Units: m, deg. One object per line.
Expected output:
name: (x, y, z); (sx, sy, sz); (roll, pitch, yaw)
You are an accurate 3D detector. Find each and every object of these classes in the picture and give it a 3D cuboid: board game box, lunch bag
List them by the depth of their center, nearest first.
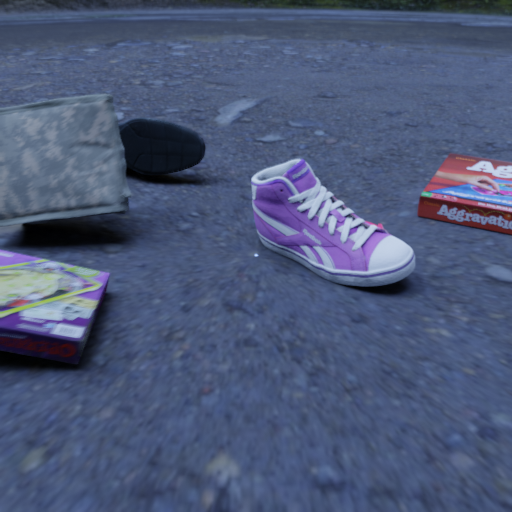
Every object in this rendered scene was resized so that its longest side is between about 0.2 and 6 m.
board game box: (-3.514, 0.439, 7.064); (2.969, 0.480, 1.782); (13, 28, -8)
lunch bag: (-3.273, -1.561, 9.383); (2.367, 1.941, 1.392); (-5, 7, 10)
board game box: (5.891, -0.900, 10.259); (5.196, 0.505, 2.675); (14, 31, 24)

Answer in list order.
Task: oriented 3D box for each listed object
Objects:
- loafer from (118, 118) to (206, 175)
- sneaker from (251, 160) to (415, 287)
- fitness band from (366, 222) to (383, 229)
loafer: (-2.541, -2.411, 12.215); (3.259, 1.186, 1.178); (6, 15, 16)
sneaker: (1.009, -0.575, 8.398); (2.812, 1.603, 1.019); (19, 47, 33)
fitness band: (1.901, -0.390, 9.703); (0.605, 0.158, 0.842); (0, 28, 5)
